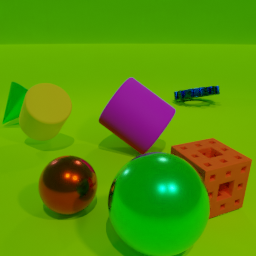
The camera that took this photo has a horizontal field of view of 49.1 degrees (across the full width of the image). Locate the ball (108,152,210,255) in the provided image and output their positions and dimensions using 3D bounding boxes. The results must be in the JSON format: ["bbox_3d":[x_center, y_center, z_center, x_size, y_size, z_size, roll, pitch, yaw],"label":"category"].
[{"bbox_3d":[0.387,0.961,3.621,1.295,1.295,1.295,0,18,0],"label":"ball"}]

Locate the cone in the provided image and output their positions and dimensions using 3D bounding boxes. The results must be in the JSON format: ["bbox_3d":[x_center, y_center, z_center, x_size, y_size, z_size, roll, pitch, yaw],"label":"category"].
[{"bbox_3d":[-3.506,-0.588,8.705,1.204,1.204,1.208,17,66,42],"label":"cone"}]

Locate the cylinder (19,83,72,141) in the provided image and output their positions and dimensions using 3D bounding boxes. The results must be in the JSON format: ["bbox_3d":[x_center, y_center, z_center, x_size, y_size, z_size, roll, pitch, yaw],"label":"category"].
[{"bbox_3d":[-2.003,-0.365,6.742,1.059,1.059,1.059,-12,-17,-33],"label":"cylinder"}]

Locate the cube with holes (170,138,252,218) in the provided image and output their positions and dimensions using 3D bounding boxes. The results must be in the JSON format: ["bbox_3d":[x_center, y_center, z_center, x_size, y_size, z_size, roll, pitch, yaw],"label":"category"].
[{"bbox_3d":[1.282,0.791,4.573,0.883,0.883,0.883,-9,24,-23],"label":"cube with holes"}]

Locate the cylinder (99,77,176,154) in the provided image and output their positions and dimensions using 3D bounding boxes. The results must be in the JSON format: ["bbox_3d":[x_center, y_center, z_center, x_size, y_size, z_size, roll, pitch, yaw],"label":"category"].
[{"bbox_3d":[0.208,-0.279,6.511,1.308,1.308,1.308,37,23,1],"label":"cylinder"}]

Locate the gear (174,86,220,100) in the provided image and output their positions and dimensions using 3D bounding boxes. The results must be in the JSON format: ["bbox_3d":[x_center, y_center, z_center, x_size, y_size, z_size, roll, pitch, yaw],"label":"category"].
[{"bbox_3d":[2.779,-1.415,11.382,1.785,0.330,1.785,-7,3,0],"label":"gear"}]

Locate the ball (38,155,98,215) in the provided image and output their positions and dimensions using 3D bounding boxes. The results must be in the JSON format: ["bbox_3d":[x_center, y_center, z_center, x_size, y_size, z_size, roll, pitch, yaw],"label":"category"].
[{"bbox_3d":[-0.929,0.881,4.381,0.910,0.910,0.910,0,18,0],"label":"ball"}]
